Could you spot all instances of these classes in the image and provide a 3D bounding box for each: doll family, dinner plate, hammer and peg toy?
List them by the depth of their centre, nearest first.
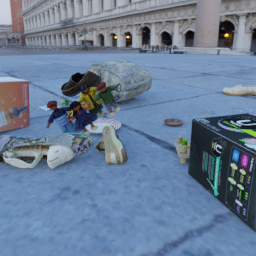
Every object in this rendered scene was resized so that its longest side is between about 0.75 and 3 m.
[{"bbox_3d":[-1.342,-0.593,8.200,2.258,1.305,0.886,-42,40,-18],"label":"doll family"},{"bbox_3d":[2.070,0.556,8.708,1.171,0.561,1.592,1,19,3],"label":"hammer and peg toy"},{"bbox_3d":[-1.098,-0.049,11.034,1.653,0.200,1.653,0,18,0],"label":"dinner plate"}]

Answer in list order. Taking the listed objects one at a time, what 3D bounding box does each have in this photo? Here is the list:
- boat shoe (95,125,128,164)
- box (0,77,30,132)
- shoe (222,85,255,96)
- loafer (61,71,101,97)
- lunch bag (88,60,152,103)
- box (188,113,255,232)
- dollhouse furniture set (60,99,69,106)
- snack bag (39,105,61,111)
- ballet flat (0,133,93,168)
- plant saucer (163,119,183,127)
[{"bbox_3d":[-0.659,0.479,8.812,0.790,0.744,2.076,-16,22,-10],"label":"boat shoe"},{"bbox_3d":[-5.139,-0.883,10.519,1.330,1.905,2.502,13,18,33],"label":"box"},{"bbox_3d":[7.024,-2.339,16.921,2.516,0.672,0.880,3,19,9],"label":"shoe"},{"bbox_3d":[-1.719,-1.604,9.584,1.851,0.660,0.675,-11,46,38],"label":"loafer"},{"bbox_3d":[-0.403,-2.483,15.153,2.510,2.085,2.992,13,23,35],"label":"lunch bag"},{"bbox_3d":[2.879,0.790,6.435,1.927,1.613,2.595,-6,19,-18],"label":"box"},{"bbox_3d":[-3.336,-1.429,14.820,0.427,0.330,0.854,-7,20,-21],"label":"dollhouse furniture set"},{"bbox_3d":[-3.914,-1.038,14.066,0.760,0.086,0.806,17,26,39],"label":"snack bag"},{"bbox_3d":[-2.404,0.726,8.008,2.798,1.006,1.006,-1,19,-2],"label":"ballet flat"},{"bbox_3d":[1.879,-0.212,11.593,0.823,0.142,0.823,0,20,0],"label":"plant saucer"}]
